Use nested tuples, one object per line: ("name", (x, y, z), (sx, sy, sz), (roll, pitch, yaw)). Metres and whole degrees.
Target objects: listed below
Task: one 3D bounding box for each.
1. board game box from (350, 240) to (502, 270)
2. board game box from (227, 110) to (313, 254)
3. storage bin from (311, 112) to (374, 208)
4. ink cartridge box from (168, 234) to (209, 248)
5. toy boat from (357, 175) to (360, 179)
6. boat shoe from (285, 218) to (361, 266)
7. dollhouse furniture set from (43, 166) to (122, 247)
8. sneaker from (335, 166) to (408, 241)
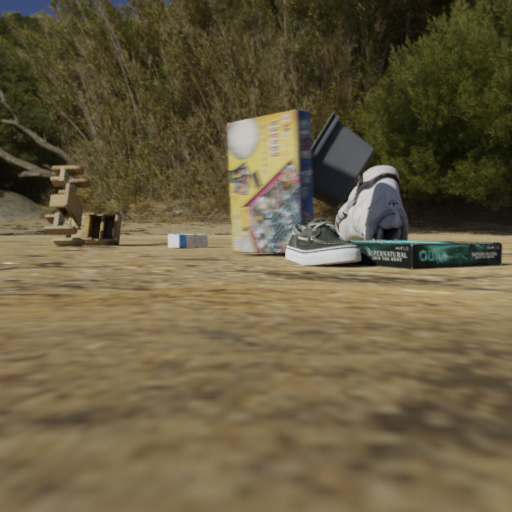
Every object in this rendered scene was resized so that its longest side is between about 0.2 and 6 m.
("board game box", (2.306, -0.068, 9.258), (1.843, 0.384, 2.725), (-2, 3, -28))
("board game box", (0.271, -1.437, 11.445), (1.872, 2.763, 0.478), (2, 6, 42))
("storage bin", (1.706, -2.032, 12.751), (1.258, 1.873, 1.363), (33, -8, -1))
("ink cartridge box", (-1.924, -0.444, 16.707), (1.230, 0.417, 0.713), (-2, 3, -36))
("toy boat", (2.238, -2.665, 14.913), (1.265, 1.505, 0.699), (-45, 8, 41))
("boat shoe", (0.958, -0.229, 8.883), (0.744, 0.732, 2.065), (-1, 3, -22))
("dollhouse furniture set", (-5.496, -1.352, 18.080), (1.677, 2.213, 2.525), (-1, -24, 0))
("sneaker", (3.171, -0.761, 15.588), (1.274, 1.948, 3.390), (0, -32, -11))
